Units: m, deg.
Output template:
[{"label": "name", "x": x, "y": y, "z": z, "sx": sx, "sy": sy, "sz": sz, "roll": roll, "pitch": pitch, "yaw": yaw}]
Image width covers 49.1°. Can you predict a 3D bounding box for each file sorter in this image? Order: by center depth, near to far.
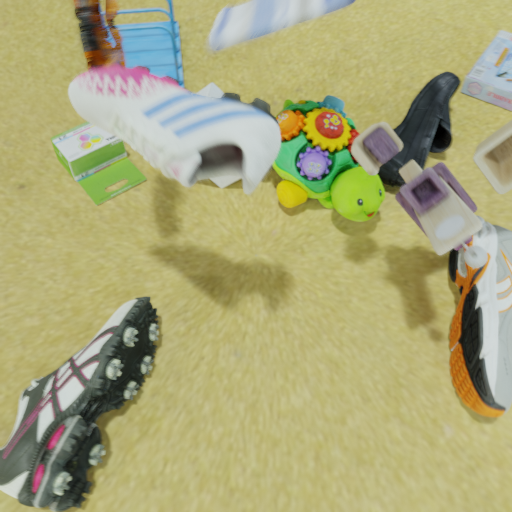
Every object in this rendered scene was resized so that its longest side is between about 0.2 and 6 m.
[{"label": "file sorter", "x": -2.510, "y": -4.695, "z": 11.663, "sx": 1.758, "sy": 1.554, "sz": 2.534, "roll": -6, "pitch": 53, "yaw": -5}]

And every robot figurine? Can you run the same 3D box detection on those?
[{"label": "robot figurine", "x": -1.868, "y": -2.584, "z": 6.927, "sx": 0.504, "sy": 1.730, "sz": 1.254, "roll": -10, "pitch": 30, "yaw": -6}]

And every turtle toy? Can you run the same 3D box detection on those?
[{"label": "turtle toy", "x": 1.183, "y": -1.648, "z": 9.418, "sx": 1.870, "sy": 1.297, "sz": 2.565, "roll": -26, "pitch": 78, "yaw": -23}]

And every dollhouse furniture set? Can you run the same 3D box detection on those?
[{"label": "dollhouse furniture set", "x": 2.742, "y": -1.154, "z": 6.454, "sx": 2.519, "sy": 1.996, "sz": 1.788, "roll": -38, "pitch": 24, "yaw": 19}]

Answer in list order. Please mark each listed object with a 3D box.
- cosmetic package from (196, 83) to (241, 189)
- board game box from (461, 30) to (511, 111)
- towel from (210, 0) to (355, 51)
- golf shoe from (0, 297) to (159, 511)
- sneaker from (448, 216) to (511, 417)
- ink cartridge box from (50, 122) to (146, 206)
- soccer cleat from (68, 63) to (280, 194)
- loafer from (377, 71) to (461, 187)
[{"label": "cosmetic package", "x": -0.692, "y": -2.089, "z": 9.840, "sx": 0.757, "sy": 1.228, "sz": 1.232, "roll": -25, "pitch": 43, "yaw": 35}, {"label": "board game box", "x": 5.647, "y": -3.720, "z": 11.629, "sx": 2.063, "sy": 0.426, "sz": 2.068, "roll": 29, "pitch": 59, "yaw": 20}, {"label": "towel", "x": 0.353, "y": -3.609, "z": 8.145, "sx": 2.115, "sy": 0.252, "sz": 1.553, "roll": -13, "pitch": 36, "yaw": 14}, {"label": "golf shoe", "x": -2.302, "y": 1.665, "z": 7.259, "sx": 1.310, "sy": 1.148, "sz": 2.974, "roll": 11, "pitch": 52, "yaw": 20}, {"label": "sneaker", "x": 3.602, "y": 0.773, "z": 7.895, "sx": 1.458, "sy": 1.200, "sz": 3.169, "roll": 12, "pitch": 56, "yaw": 4}, {"label": "ink cartridge box", "x": -2.820, "y": -1.745, "z": 10.089, "sx": 1.094, "sy": 0.561, "sz": 1.480, "roll": -32, "pitch": 59, "yaw": -21}, {"label": "soccer cleat", "x": -0.976, "y": -1.318, "z": 5.933, "sx": 2.445, "sy": 0.854, "sz": 1.055, "roll": 13, "pitch": 66, "yaw": 9}, {"label": "loafer", "x": 3.138, "y": -2.287, "z": 10.290, "sx": 1.014, "sy": 0.980, "sz": 2.887, "roll": 30, "pitch": 64, "yaw": 15}]
